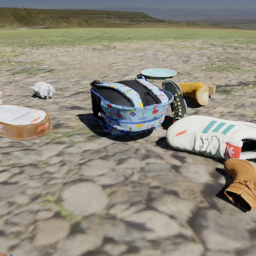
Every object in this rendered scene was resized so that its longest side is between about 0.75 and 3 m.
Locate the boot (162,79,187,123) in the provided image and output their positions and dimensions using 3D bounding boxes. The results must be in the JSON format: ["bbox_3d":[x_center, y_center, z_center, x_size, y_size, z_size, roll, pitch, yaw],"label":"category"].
[{"bbox_3d":[1.523,-0.761,8.888,0.522,1.446,1.093,-20,36,22],"label":"boot"}]

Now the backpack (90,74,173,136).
[{"bbox_3d":[0.169,-0.602,8.597,2.182,1.608,2.390,-12,26,-26],"label":"backpack"}]

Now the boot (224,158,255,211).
[{"bbox_3d":[2.409,1.177,6.047,1.065,0.507,1.377,-20,28,-30],"label":"boot"}]

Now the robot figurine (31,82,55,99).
[{"bbox_3d":[-3.660,-1.644,12.109,0.949,0.632,1.120,5,14,-45],"label":"robot figurine"}]

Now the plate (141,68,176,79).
[{"bbox_3d":[1.719,-3.011,15.639,1.950,0.249,1.950,1,25,0],"label":"plate"}]

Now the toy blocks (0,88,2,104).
[{"bbox_3d":[-5.837,-1.382,10.657,1.610,1.355,1.505,-22,33,-40],"label":"toy blocks"}]

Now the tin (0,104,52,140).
[{"bbox_3d":[-3.802,-0.262,9.235,2.709,0.567,1.517,11,31,23],"label":"tin"}]

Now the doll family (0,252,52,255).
[{"bbox_3d":[-1.690,2.277,3.077,1.554,1.055,2.689,13,32,17],"label":"doll family"}]

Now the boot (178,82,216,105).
[{"bbox_3d":[2.617,-1.477,11.767,1.602,0.788,2.238,8,21,29],"label":"boot"}]

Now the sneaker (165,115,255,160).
[{"bbox_3d":[2.375,0.323,7.332,2.712,0.955,1.268,4,19,2],"label":"sneaker"}]
